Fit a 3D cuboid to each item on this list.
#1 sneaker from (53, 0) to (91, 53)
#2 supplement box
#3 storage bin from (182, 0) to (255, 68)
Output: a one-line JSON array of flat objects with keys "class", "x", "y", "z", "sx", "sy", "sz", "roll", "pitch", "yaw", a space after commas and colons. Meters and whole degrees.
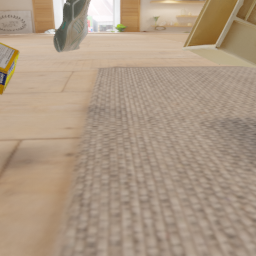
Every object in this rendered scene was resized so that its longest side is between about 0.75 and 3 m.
[{"class": "sneaker", "x": -1.669, "y": -3.455, "z": 9.081, "sx": 0.899, "sy": 2.242, "sz": 0.789, "roll": -15, "pitch": 61, "yaw": -47}, {"class": "supplement box", "x": -3.333, "y": -1.517, "z": 6.219, "sx": 1.481, "sy": 0.811, "sz": 0.806, "roll": 22, "pitch": 49, "yaw": -18}, {"class": "storage bin", "x": 2.905, "y": -3.046, "z": 7.096, "sx": 1.327, "sy": 2.812, "sz": 2.832, "roll": 23, "pitch": 12, "yaw": -9}]
